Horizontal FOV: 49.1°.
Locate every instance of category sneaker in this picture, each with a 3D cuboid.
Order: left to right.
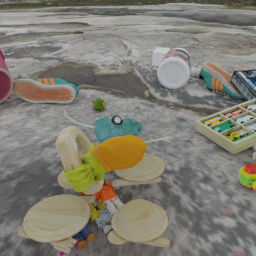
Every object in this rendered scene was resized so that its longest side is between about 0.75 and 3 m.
[{"bbox_3d":[-3.103,-1.479,10.797,2.520,0.899,1.007,9,24,7],"label":"sneaker"},{"bbox_3d":[3.803,-1.773,11.435,0.784,0.878,2.197,-20,56,-31],"label":"sneaker"}]

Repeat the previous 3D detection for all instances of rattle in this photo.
[{"bbox_3d":[-0.426,0.337,5.233,1.300,1.427,1.998,49,7,8],"label":"rattle"}]

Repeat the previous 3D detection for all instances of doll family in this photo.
[{"bbox_3d":[-0.910,1.625,5.314,1.740,0.784,1.080,-25,54,-29],"label":"doll family"}]

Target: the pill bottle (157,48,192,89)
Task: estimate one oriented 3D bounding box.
[{"bbox_3d":[2.132,-2.750,12.496,1.369,1.369,2.363,7,29,12],"label":"pill bottle"}]

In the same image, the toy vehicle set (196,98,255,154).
[{"bbox_3d":[3.536,-0.143,8.372,2.557,0.339,1.589,-19,32,-21],"label":"toy vehicle set"}]

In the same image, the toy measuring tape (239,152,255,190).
[{"bbox_3d":[2.879,0.982,6.611,0.580,0.580,1.576,8,24,14],"label":"toy measuring tape"}]

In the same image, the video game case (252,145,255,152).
[{"bbox_3d":[4.223,0.780,7.245,1.658,0.190,1.508,3,29,9],"label":"video game case"}]

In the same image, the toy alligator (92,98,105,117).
[{"bbox_3d":[-1.046,-0.813,10.050,0.442,0.320,1.333,-5,29,-7],"label":"toy alligator"}]

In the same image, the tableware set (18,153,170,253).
[{"bbox_3d":[-0.449,1.208,5.266,2.369,0.329,2.836,-1,24,7],"label":"tableware set"}]

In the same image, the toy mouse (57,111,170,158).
[{"bbox_3d":[-0.696,0.337,6.308,2.879,2.558,0.557,-12,66,17],"label":"toy mouse"}]

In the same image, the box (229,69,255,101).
[{"bbox_3d":[5.078,-1.347,10.218,1.769,0.512,2.226,-7,45,-14],"label":"box"}]

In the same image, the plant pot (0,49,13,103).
[{"bbox_3d":[-5.538,-2.030,10.385,2.485,2.485,2.224,-25,52,-38],"label":"plant pot"}]

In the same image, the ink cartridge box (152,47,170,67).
[{"bbox_3d":[1.773,-3.796,14.994,0.765,0.778,1.057,9,31,15],"label":"ink cartridge box"}]

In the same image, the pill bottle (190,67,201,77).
[{"bbox_3d":[3.353,-2.643,13.260,0.796,0.435,0.435,5,29,9],"label":"pill bottle"}]
